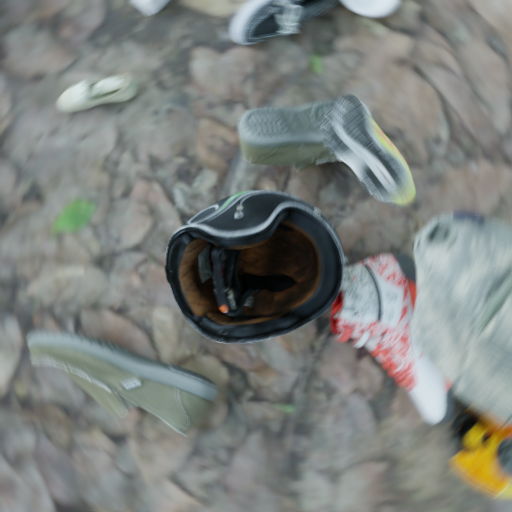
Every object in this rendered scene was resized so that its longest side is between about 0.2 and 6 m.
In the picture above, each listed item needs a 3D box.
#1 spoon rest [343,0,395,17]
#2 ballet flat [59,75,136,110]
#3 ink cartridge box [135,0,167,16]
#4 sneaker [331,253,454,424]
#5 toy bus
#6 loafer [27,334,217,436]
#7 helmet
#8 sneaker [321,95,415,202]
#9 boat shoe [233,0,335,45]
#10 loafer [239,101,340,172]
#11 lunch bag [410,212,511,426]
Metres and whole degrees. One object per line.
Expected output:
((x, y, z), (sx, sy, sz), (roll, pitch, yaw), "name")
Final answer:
((1.712, -5.498, 10.808), (2.265, 0.686, 1.125), (36, 85, 3), "spoon rest")
((-3.084, -3.164, 10.729), (1.512, 0.525, 0.525), (-12, 86, -1), "ballet flat")
((-2.222, -5.532, 10.873), (1.304, 0.548, 0.948), (41, 87, 3), "ink cartridge box")
((2.306, 1.582, 10.042), (1.671, 1.041, 3.118), (-12, 80, -8), "sneaker")
((4.925, 2.959, 9.856), (2.361, 1.669, 2.459), (18, 87, -15), "toy bus")
((-2.473, 2.265, 9.916), (3.467, 1.304, 1.207), (19, 82, 1), "loafer")
((0.075, 0.110, 9.433), (2.539, 2.664, 2.664), (-20, 85, -39), "helmet")
((1.714, -1.557, 8.527), (0.809, 0.935, 2.071), (-38, 60, 25), "sneaker")
((0.599, -4.599, 10.643), (2.139, 0.790, 0.730), (-30, 58, -10), "boat shoe")
((0.968, -2.174, 10.365), (2.834, 0.987, 1.066), (-2, 61, -17), "loafer")
((3.303, 0.803, 8.141), (2.226, 2.653, 1.849), (33, 67, 31), "lunch bag")
